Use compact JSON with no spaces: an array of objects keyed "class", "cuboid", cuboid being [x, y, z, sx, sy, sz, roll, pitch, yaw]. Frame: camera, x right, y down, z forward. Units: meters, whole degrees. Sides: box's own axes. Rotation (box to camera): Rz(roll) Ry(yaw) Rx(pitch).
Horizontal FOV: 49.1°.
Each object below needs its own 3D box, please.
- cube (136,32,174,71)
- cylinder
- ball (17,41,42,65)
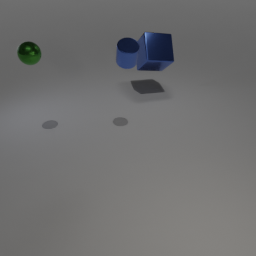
[{"class":"cube","cuboid":[1.254,-3.659,13.588,1.400,1.400,1.400,-2,-7,-18]},{"class":"cylinder","cuboid":[-0.020,-2.345,8.811,0.700,0.700,0.700,2,61,-4]},{"class":"ball","cuboid":[-2.990,-2.263,8.501,0.700,0.700,0.700,0,30,0]}]
